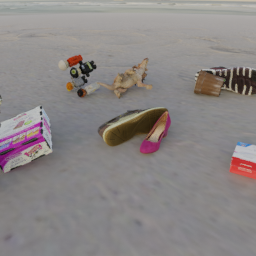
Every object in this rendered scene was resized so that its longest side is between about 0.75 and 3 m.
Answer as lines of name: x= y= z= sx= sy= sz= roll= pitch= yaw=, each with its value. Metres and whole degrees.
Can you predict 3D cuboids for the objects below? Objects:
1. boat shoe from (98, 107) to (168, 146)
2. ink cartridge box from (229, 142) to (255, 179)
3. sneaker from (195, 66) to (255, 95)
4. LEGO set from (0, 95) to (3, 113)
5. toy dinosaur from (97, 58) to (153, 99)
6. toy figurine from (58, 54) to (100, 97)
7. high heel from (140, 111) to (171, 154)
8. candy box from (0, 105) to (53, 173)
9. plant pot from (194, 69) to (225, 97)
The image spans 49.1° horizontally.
boat shoe: x=0.181 y=-0.214 z=8.467 sx=2.381 sy=0.872 sz=0.772 roll=-19 pitch=38 yaw=-32
ink cartridge box: x=2.946 y=0.840 z=6.924 sx=0.699 sy=0.405 sz=1.204 roll=14 pitch=30 yaw=25
sneaker: x=4.600 y=-2.270 z=12.226 sx=2.989 sy=1.131 sz=1.727 roll=14 pitch=27 yaw=26
LEGO set: x=-3.762 y=0.090 z=6.359 sx=2.334 sy=0.662 sz=1.516 roll=-41 pitch=2 yaw=-18
toy dinosaur: x=-0.046 y=-2.041 z=11.948 sx=2.541 sy=1.091 sz=1.722 roll=-21 pitch=20 yaw=-6
toy figurine: x=-2.003 y=-2.078 z=11.364 sx=1.077 sy=1.523 sz=1.547 roll=-31 pitch=46 yaw=-28
high heel: x=0.759 y=0.117 z=7.935 sx=0.534 sy=0.762 sz=1.584 roll=13 pitch=30 yaw=23
candy box: x=-2.780 y=0.223 z=7.535 sx=1.313 sy=0.587 sz=1.925 roll=-24 pitch=32 yaw=-4
plant pot: x=3.348 y=-1.781 z=11.484 sx=1.011 sy=1.021 sz=1.021 roll=18 pitch=32 yaw=17
